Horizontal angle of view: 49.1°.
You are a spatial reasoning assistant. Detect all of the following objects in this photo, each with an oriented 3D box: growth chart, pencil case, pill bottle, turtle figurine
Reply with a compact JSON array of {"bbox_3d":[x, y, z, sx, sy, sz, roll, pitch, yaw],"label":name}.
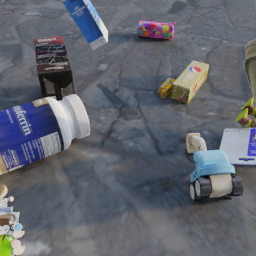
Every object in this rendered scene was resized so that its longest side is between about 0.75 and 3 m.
[{"bbox_3d":[-3.247,2.533,6.766,1.394,0.171,1.927,-14,48,-13],"label":"growth chart"},{"bbox_3d":[1.517,-5.358,15.189,2.067,0.914,0.914,6,42,9],"label":"pencil case"},{"bbox_3d":[-2.762,0.076,8.425,2.983,1.726,1.726,-22,46,-23],"label":"pill bottle"},{"bbox_3d":[4.702,-0.075,9.142,2.105,0.841,2.610,36,69,7],"label":"turtle figurine"}]

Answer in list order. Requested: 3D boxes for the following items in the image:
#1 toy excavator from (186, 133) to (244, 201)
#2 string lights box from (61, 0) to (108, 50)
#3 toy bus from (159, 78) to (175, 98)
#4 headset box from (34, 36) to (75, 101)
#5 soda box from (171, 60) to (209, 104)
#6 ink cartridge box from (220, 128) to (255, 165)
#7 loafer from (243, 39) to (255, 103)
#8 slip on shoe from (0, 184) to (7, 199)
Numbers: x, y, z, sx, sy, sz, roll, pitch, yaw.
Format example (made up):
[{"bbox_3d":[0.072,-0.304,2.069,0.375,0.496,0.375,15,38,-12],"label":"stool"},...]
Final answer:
[{"bbox_3d":[2.186,0.927,7.812,1.074,2.092,2.151,-2,70,-2],"label":"toy excavator"},{"bbox_3d":[-1.387,-3.653,8.927,0.597,2.026,1.041,-24,36,15],"label":"string lights box"},{"bbox_3d":[1.586,-1.627,11.376,0.414,0.344,1.058,22,46,23],"label":"toy bus"},{"bbox_3d":[-2.658,-1.850,10.258,1.122,2.163,2.907,-9,42,-12],"label":"headset box"},{"bbox_3d":[2.551,-1.919,11.435,0.749,0.708,2.212,22,45,22],"label":"soda box"},{"bbox_3d":[3.635,0.622,8.436,1.669,0.366,1.685,-2,36,31],"label":"ink cartridge box"},{"bbox_3d":[3.676,-1.135,7.090,1.125,2.973,1.015,0,67,38],"label":"loafer"},{"bbox_3d":[-4.170,1.718,7.469,1.719,0.521,0.653,-3,42,-3],"label":"slip on shoe"}]
